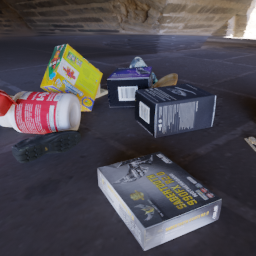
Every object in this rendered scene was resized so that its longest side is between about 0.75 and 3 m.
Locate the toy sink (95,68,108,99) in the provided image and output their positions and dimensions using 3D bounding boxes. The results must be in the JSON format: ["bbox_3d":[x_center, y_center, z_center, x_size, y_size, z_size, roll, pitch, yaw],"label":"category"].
[{"bbox_3d":[-2.628,-2.449,15.298,1.849,1.589,2.837,16,29,32],"label":"toy sink"}]

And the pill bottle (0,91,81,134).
[{"bbox_3d":[-3.504,-0.591,11.009,2.955,1.659,1.659,4,24,10],"label":"pill bottle"}]

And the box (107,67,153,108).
[{"bbox_3d":[0.209,-2.214,14.700,2.108,1.486,2.849,-1,23,8],"label":"box"}]

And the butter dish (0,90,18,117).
[{"bbox_3d":[-4.703,-0.777,9.464,1.482,1.099,1.486,17,-11,-5],"label":"butter dish"}]

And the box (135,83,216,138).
[{"bbox_3d":[1.922,-0.833,11.822,2.783,1.452,2.060,-9,25,-19],"label":"box"}]

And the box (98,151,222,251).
[{"bbox_3d":[0.666,1.645,7.244,2.112,0.645,2.667,-11,26,-24],"label":"box"}]

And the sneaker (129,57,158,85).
[{"bbox_3d":[1.081,-3.283,16.660,1.174,1.056,2.721,32,1,32],"label":"sneaker"}]

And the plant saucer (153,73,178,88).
[{"bbox_3d":[2.091,-2.390,15.899,1.827,0.323,1.827,-31,26,17],"label":"plant saucer"}]

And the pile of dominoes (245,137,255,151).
[{"bbox_3d":[4.763,0.618,10.315,0.663,0.135,0.850,-3,32,-8],"label":"pile of dominoes"}]

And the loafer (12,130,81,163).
[{"bbox_3d":[-2.743,0.489,9.581,2.378,0.807,0.835,-18,35,-34],"label":"loafer"}]

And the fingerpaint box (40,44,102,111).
[{"bbox_3d":[-2.450,-2.151,12.540,0.890,2.025,2.427,1,-21,37],"label":"fingerpaint box"}]
